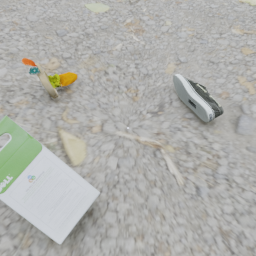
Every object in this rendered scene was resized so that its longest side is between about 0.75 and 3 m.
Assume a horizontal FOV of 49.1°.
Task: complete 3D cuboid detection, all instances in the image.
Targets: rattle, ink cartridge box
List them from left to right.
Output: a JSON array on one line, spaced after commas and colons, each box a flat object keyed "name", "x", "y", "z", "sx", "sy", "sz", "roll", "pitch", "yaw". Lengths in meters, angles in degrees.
[{"name": "ink cartridge box", "x": -1.975, "y": 1.079, "z": 5.870, "sx": 2.526, "sy": 0.749, "sz": 1.312, "roll": 42, "pitch": 73, "yaw": -11}, {"name": "rattle", "x": -2.302, "y": -1.700, "z": 8.503, "sx": 1.122, "sy": 1.571, "sz": 1.023, "roll": -15, "pitch": 53, "yaw": 4}]

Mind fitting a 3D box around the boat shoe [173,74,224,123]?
[{"name": "boat shoe", "x": 2.097, "y": -0.987, "z": 8.551, "sx": 0.639, "sy": 0.709, "sz": 2.007, "roll": -24, "pitch": 56, "yaw": -14}]
